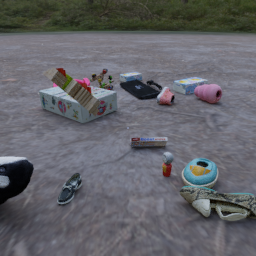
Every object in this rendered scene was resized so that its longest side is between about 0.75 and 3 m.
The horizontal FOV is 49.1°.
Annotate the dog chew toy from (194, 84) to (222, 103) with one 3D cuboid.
[{"bbox_3d":[3.205,-1.435,11.401,0.752,0.752,1.208,-15,21,-31],"label":"dog chew toy"}]

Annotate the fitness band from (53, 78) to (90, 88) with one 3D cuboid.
[{"bbox_3d":[-2.581,-1.931,12.858,1.644,0.428,2.289,-6,23,-13],"label":"fitness band"}]

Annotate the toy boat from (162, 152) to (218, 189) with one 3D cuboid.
[{"bbox_3d":[1.322,0.898,6.099,1.232,0.572,1.035,10,26,22],"label":"toy boat"}]

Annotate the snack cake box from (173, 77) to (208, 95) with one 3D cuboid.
[{"bbox_3d":[2.858,-1.944,12.807,1.411,0.474,0.811,-15,27,-31],"label":"snack cake box"}]

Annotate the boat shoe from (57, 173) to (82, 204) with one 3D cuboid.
[{"bbox_3d":[-1.203,1.223,5.746,0.318,0.253,0.840,5,24,11],"label":"boat shoe"}]

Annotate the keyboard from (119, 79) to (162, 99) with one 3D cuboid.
[{"bbox_3d":[0.736,-1.832,12.850,1.607,0.260,2.529,-15,28,-17],"label":"keyboard"}]

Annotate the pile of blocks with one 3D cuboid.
[{"bbox_3d":[-1.409,-1.085,7.591,0.555,1.785,0.733,-51,26,-3],"label":"pile of blocks"}]

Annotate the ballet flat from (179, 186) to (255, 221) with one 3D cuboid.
[{"bbox_3d":[1.666,1.409,5.144,1.441,0.489,0.542,6,45,10],"label":"ballet flat"}]

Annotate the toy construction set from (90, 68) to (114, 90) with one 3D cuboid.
[{"bbox_3d":[-1.257,-2.052,12.874,0.947,1.028,1.232,-14,44,13],"label":"toy construction set"}]

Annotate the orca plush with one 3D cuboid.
[{"bbox_3d":[-3.134,1.241,4.785,2.944,1.549,1.047,-2,54,-10],"label":"orca plush"}]

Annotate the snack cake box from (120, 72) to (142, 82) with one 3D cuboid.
[{"bbox_3d":[0.150,-2.637,14.569,1.047,0.352,0.602,-18,28,-34],"label":"snack cake box"}]

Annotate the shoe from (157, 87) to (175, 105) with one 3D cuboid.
[{"bbox_3d":[1.639,-1.283,11.356,0.586,0.460,1.289,11,31,21],"label":"shoe"}]

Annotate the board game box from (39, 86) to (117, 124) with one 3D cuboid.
[{"bbox_3d":[-1.831,-1.009,10.308,2.352,0.756,1.735,17,30,37],"label":"board game box"}]

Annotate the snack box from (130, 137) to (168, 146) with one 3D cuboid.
[{"bbox_3d":[0.558,0.378,7.601,0.981,0.353,0.119,0,64,-3],"label":"snack box"}]
